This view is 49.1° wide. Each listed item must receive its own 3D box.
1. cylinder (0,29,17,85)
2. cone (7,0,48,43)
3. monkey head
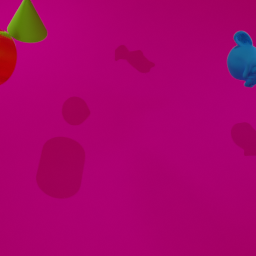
[{"bbox_3d":[-3.093,-1.504,5.491,1.247,1.247,1.247,0,91,21],"label":"cylinder"},{"bbox_3d":[-2.368,-2.688,6.599,0.938,0.942,0.938,9,50,-11],"label":"cone"},{"bbox_3d":[2.961,-1.584,6.589,1.151,1.600,0.964,-24,55,13],"label":"monkey head"}]
